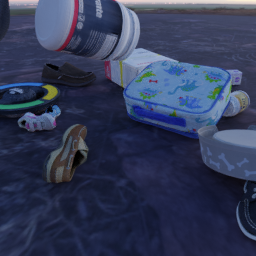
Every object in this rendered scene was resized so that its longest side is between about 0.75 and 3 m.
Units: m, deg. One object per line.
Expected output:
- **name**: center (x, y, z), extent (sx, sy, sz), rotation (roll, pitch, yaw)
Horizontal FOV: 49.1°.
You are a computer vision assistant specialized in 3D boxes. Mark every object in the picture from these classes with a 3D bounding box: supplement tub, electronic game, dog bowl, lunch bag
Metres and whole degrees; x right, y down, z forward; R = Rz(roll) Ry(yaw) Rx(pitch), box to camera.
- **supplement tub**: center (3.542, -0.812, 9.435), extent (1.001, 0.723, 0.723), rotation (-23, 35, -36)
- **electronic game**: center (-3.948, -1.132, 10.190), extent (2.926, 0.609, 2.926), rotation (0, 27, 0)
- **dog bowl**: center (2.823, 0.490, 6.315), extent (2.479, 0.727, 2.479), rotation (1, 13, 0)
- **supplement tub**: center (-1.172, -3.047, 8.330), extent (2.683, 1.883, 1.883), rotation (1, 20, -41)
- **lunch bag**: center (1.502, -0.979, 8.815), extent (2.997, 1.236, 2.409), rotation (16, 49, 30)

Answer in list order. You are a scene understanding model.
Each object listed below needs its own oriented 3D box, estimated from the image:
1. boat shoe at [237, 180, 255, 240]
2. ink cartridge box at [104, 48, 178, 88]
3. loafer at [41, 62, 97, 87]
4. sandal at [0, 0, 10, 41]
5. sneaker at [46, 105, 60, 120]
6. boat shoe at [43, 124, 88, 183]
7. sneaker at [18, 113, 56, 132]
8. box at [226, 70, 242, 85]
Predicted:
- **boat shoe**: center (2.633, 1.280, 5.420), extent (0.771, 0.629, 2.086), rotation (15, 31, 28)
- **ink cartridge box**: center (0.499, -2.557, 12.323), extent (2.093, 1.203, 2.884), rotation (-14, 30, -26)
- **loafer**: center (-2.682, -2.426, 12.386), extent (2.598, 0.922, 0.949), rotation (5, 27, 10)
- **sandal**: center (-3.388, -3.157, 7.281), extent (0.390, 1.819, 0.692), rotation (17, 33, -3)
- **sneaker**: center (-2.493, -0.566, 9.286), extent (0.366, 0.420, 0.933), rotation (1, 27, 1)
- **boat shoe**: center (-1.319, 0.629, 6.729), extent (0.719, 0.737, 1.948), rotation (11, 36, 9)
- **sneaker**: center (-2.747, -0.120, 8.387), extent (1.267, 0.515, 0.559), rotation (3, 27, 24)
- **box**: center (3.581, -2.208, 12.364), extent (2.767, 0.573, 0.535), rotation (-2, 28, -6)
